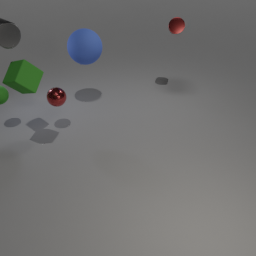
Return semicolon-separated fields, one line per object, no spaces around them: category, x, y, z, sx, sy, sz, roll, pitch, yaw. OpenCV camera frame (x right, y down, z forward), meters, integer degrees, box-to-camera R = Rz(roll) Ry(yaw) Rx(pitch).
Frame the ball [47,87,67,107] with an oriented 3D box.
ball;-2.582;-1.120;10.132;0.700;0.700;0.700;0;33;0

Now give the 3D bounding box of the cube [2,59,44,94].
cube;-2.979;-1.442;7.970;0.700;0.700;0.700;3;71;38

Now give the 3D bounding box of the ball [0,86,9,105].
ball;-4.695;-1.196;10.137;0.700;0.700;0.700;0;33;0

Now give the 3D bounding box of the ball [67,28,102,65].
ball;-1.733;-3.258;11.249;1.400;1.400;1.400;0;33;0

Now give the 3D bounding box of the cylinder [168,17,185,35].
cylinder;2.126;-4.458;12.260;0.700;0.700;0.700;5;18;7

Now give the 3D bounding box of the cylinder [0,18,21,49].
cylinder;-3.402;-2.581;7.596;0.700;0.700;0.700;29;43;33
